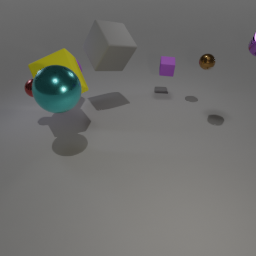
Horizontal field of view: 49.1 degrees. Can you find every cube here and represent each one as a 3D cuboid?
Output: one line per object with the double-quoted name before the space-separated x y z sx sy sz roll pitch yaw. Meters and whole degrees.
"cube" -0.750 -3.267 11.265 1.400 1.400 1.400 -9 62 -38
"cube" 1.939 -3.049 13.862 0.700 0.700 0.700 6 46 2
"cube" -2.425 -1.778 10.019 1.400 1.400 1.400 -23 0 4

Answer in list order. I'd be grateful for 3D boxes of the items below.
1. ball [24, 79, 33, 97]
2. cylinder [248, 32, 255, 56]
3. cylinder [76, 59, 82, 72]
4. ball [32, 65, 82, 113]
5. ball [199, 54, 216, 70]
"ball" -3.551 -1.509 10.606 0.700 0.700 0.700 0 32 0
"cylinder" 4.243 -2.696 8.824 0.700 0.700 0.700 7 -6 10
"cylinder" -2.809 -2.383 12.008 1.400 1.400 1.400 3 16 5
"ball" -2.060 -1.126 8.149 1.400 1.400 1.400 0 32 0
"ball" 3.453 -2.888 12.219 0.700 0.700 0.700 0 32 0
